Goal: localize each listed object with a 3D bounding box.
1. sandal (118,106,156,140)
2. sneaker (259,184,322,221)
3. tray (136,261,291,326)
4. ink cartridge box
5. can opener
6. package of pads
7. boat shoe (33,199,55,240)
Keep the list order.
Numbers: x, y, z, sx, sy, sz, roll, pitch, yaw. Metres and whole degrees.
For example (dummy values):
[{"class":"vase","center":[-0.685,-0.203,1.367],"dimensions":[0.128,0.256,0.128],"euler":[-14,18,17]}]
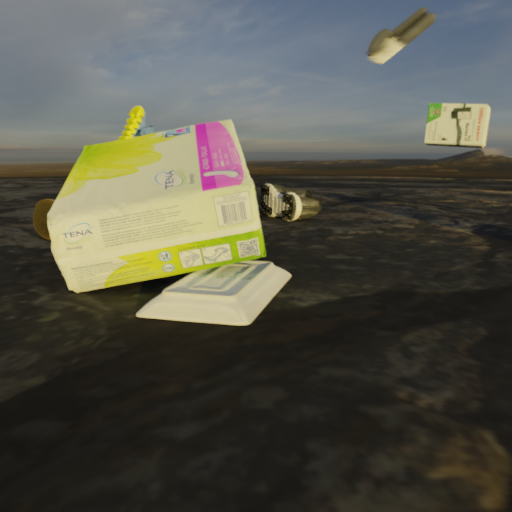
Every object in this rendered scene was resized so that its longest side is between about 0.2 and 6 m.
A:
[{"class":"sandal","center":[-2.946,-2.751,13.535],"dimensions":[0.709,1.628,0.647],"euler":[29,0,-40]},{"class":"sneaker","center":[1.150,-1.756,18.539],"dimensions":[1.441,1.059,3.186],"euler":[-1,14,-21]},{"class":"tray","center":[-0.500,0.446,8.651],"dimensions":[1.608,0.332,2.995],"euler":[4,11,14]},{"class":"ink cartridge box","center":[3.616,-2.348,10.083],"dimensions":[1.020,0.748,0.424],"euler":[8,8,25]},{"class":"can opener","center":[2.447,-3.770,9.449],"dimensions":[0.369,1.383,0.463],"euler":[46,-9,21]},{"class":"package of pads","center":[-1.771,-1.129,10.116],"dimensions":[3.289,1.452,4.257],"euler":[-11,28,-3]},{"class":"boat shoe","center":[-4.513,-0.833,13.920],"dimensions":[2.827,1.010,0.929],"euler":[9,4,39]}]
